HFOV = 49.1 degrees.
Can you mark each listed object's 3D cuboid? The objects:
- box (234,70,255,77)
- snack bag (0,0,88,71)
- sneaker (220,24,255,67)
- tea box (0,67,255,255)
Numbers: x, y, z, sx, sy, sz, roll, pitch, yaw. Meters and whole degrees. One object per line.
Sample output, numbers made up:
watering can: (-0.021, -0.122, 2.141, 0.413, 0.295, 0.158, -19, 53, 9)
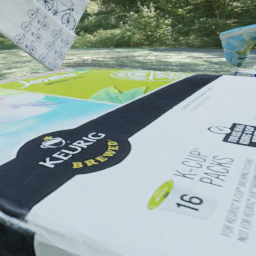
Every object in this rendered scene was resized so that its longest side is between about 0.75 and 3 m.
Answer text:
box: (5.621, -2.222, 12.626, 1.095, 0.625, 1.190, -9, 20, -28)
snack bag: (-2.195, -3.077, 7.222, 0.271, 2.528, 2.384, 12, -17, 43)
sneaker: (3.742, -2.552, 8.751, 0.735, 1.207, 1.849, -19, 16, -21)
tea box: (-0.204, 0.575, 2.430, 2.720, 1.847, 2.764, 9, 21, 27)
